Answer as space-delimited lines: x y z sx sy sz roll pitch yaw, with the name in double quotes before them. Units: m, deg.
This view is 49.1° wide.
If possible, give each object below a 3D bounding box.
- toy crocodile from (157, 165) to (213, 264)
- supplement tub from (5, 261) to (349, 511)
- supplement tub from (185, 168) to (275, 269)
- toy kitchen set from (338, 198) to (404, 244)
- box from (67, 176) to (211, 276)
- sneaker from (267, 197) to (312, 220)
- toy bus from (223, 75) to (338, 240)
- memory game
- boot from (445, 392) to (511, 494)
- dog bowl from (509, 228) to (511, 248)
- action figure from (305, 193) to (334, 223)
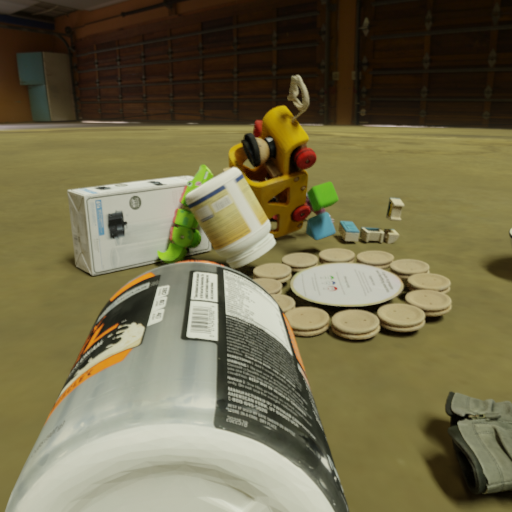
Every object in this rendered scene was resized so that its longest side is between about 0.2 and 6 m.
"toy crocodile" -1.240 -0.734 10.196 0.590 1.910 0.645 18 2 11
"supplement tub" -0.476 1.121 4.027 1.783 1.783 2.910 -1 16 -4
"supplement tub" -0.408 -0.625 9.446 1.056 1.463 1.056 -29 11 6
"toy kitchen set" 2.404 -0.805 11.772 1.134 0.909 0.668 3 21 -6
"box" -2.082 -0.631 10.398 2.512 1.465 0.755 -12 19 -38
"sneaker" 0.294 -1.299 13.793 2.221 0.785 1.085 0 19 5
"toy bus" 0.153 -1.639 11.115 1.547 2.995 2.826 -20 9 -15
"memory game" 1.351 0.483 8.550 3.192 0.203 3.192 -3 19 1
"boot" 2.355 1.696 4.178 1.553 0.805 2.377 -5 10 5
"dog bowl" 5.344 0.020 9.517 2.013 0.742 2.013 -1 17 0
"action figure" 1.317 -0.968 12.031 0.633 0.570 0.850 -14 -33 25
